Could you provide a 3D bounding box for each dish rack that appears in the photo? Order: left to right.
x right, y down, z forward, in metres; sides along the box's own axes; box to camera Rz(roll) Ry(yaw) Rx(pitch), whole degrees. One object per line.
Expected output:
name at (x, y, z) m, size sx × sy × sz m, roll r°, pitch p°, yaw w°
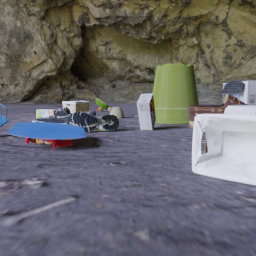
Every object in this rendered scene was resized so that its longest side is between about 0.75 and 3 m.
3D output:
dish rack at (4.526, -1.285, 13.108) m, size 0.581 × 2.131 × 1.634 m, roll 22°, pitch -1°, yaw -19°

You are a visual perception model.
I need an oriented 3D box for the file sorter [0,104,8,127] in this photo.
file sorter at (-3.917, -0.294, 7.771) m, size 0.652 × 0.577 × 0.940 m, roll 31°, pitch 43°, yaw 7°

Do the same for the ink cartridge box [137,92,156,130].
ink cartridge box at (0.679, -0.616, 9.674) m, size 0.447 × 1.066 × 0.936 m, roll 1°, pitch 34°, yaw 17°

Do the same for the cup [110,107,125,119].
cup at (-0.600, -0.835, 15.177) m, size 0.837 × 0.599 × 0.837 m, roll 1°, pitch 6°, yaw 0°

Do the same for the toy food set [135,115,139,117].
toy food set at (1.226, -0.782, 15.759) m, size 1.232 × 0.358 × 1.784 m, roll -3°, pitch 7°, yaw -24°

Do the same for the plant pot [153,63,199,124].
plant pot at (2.146, -1.583, 12.922) m, size 2.729 × 2.591 × 2.729 m, roll 0°, pitch 5°, yaw 0°

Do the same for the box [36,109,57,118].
box at (-3.942, -0.643, 13.719) m, size 0.951 × 0.535 × 0.482 m, roll 3°, pitch 7°, yaw 15°

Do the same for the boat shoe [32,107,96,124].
boat shoe at (-2.268, -0.357, 9.984) m, size 2.306 × 0.782 × 0.827 m, roll 1°, pitch 6°, yaw 6°

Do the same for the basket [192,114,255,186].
basket at (1.703, 0.269, 4.007) m, size 1.333 × 0.904 × 0.822 m, roll 6°, pitch 5°, yaw 42°

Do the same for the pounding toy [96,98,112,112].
pounding toy at (-1.861, -1.520, 21.518) m, size 1.793 × 0.832 × 1.384 m, roll 33°, pitch 5°, yaw 16°

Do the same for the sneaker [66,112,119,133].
sneaker at (-1.197, -0.122, 9.304) m, size 1.725 × 0.669 × 0.744 m, roll 5°, pitch -8°, yaw -15°

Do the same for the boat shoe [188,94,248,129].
boat shoe at (3.532, -0.666, 9.686) m, size 2.894 × 1.042 × 1.044 m, roll -8°, pitch 8°, yaw 16°

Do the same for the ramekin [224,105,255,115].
ramekin at (3.437, -0.159, 7.653) m, size 1.735 × 0.911 × 1.735 m, roll 0°, pitch 6°, yaw 0°

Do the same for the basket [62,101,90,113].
basket at (-2.944, -1.079, 15.872) m, size 1.142 × 0.927 × 1.153 m, roll 5°, pitch 7°, yaw 36°

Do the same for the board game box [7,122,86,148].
board game box at (-1.866, 0.230, 6.643) m, size 1.663 × 0.410 × 2.104 m, roll 4°, pitch 9°, yaw -13°

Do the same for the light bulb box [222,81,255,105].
light bulb box at (5.571, -1.297, 13.525) m, size 1.176 × 1.867 × 1.884 m, roll 0°, pitch 5°, yaw -17°
